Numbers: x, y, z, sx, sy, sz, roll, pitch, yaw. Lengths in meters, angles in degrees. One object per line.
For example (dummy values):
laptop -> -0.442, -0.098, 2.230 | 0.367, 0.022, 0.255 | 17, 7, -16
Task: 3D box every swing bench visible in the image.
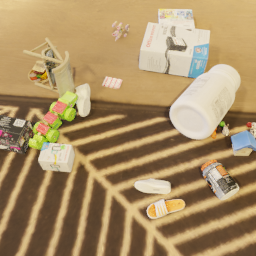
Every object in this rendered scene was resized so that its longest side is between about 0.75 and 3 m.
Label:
swing bench -> -2.852, -2.186, 10.954 | 1.824, 1.814, 1.183 | 35, 59, 22

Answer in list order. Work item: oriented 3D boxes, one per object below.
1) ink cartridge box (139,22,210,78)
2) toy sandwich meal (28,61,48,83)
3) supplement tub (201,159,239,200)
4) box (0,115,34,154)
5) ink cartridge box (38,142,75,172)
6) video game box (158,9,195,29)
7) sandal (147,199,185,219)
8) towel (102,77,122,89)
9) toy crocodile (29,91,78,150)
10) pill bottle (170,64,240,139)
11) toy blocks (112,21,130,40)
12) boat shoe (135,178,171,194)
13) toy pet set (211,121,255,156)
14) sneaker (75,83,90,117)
ink cartridge box -> 2.027, -3.412, 12.236 | 2.779, 1.163, 2.016 | 10, 55, 7
toy sandwich meal -> -3.790, -2.408, 12.014 | 1.109, 0.380, 1.109 | 0, 54, 0
supplement tub -> 2.900, 1.631, 8.929 | 0.720, 0.720, 1.175 | -21, 57, -14
box -> -4.233, 0.199, 9.865 | 1.495, 0.858, 0.988 | 11, 54, 6
ink cartridge box -> -2.360, 0.986, 9.386 | 0.965, 0.705, 0.708 | 4, 56, 3
video game box -> 2.414, -5.406, 14.144 | 1.738, 0.407, 1.584 | 2, 57, 1
sandal -> 1.171, 2.390, 8.606 | 1.235, 0.354, 0.473 | -14, 56, -10
towel -> -0.663, -1.927, 11.838 | 0.754, 0.113, 0.552 | 13, 55, 9
toy crocodile -> -2.688, -0.317, 10.149 | 0.864, 0.790, 2.560 | 27, 69, 17
pill bottle -> 2.926, -1.065, 10.233 | 1.651, 1.651, 2.887 | 31, 56, 20
toy blocks -> -0.415, -4.594, 13.393 | 0.760, 0.710, 0.640 | 20, 54, 10
boat shoe -> 0.802, 1.817, 9.016 | 1.156, 0.416, 0.396 | 2, 35, 8
toy pet set -> 3.861, 0.164, 9.883 | 1.629, 0.865, 1.521 | 0, 54, 1
sneaker -> -1.881, -1.046, 11.010 | 0.694, 0.590, 1.569 | -9, 51, 10
